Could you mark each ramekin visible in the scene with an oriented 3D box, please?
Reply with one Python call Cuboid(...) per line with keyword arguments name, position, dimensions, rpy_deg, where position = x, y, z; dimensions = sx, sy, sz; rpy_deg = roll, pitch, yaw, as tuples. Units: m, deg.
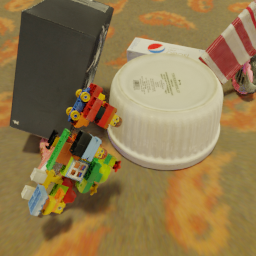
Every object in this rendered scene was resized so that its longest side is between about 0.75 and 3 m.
Cuboid(name="ramekin", position=(0.874, -0.564, 6.718), dimensions=(2.855, 1.498, 2.855), rpy_deg=(0, 46, 0))

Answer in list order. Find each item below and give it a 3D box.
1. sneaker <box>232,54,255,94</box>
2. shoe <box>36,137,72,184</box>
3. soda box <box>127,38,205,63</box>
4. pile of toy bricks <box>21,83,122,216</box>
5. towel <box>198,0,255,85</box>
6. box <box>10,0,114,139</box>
Cuboid(name="sneaker", position=(3.905, -2.014, 8.511), dimensions=(1.334, 1.105, 2.796), rpy_deg=(13, 48, 4))
Cuboid(name="shoe", position=(-1.767, 0.628, 6.239), dimensions=(0.634, 0.498, 1.394), rpy_deg=(20, 46, 14))
Cuboid(name="soda box", position=(1.194, -2.018, 8.495), dimensions=(2.377, 0.809, 0.757), rpy_deg=(16, 52, 16))
Cuboid(name="pile of toy bricks", position=(-0.719, 0.577, 4.974), dimensions=(1.235, 2.501, 1.388), rpy_deg=(27, 3, -31))
Cuboid(name="towel", position=(2.838, -2.137, 6.985), dimensions=(2.087, 1.503, 0.237), rpy_deg=(-46, 50, 15))
Cuboid(name="box", position=(-1.437, -1.418, 6.333), dimensions=(1.349, 2.591, 2.360), rpy_deg=(19, 35, -5))
